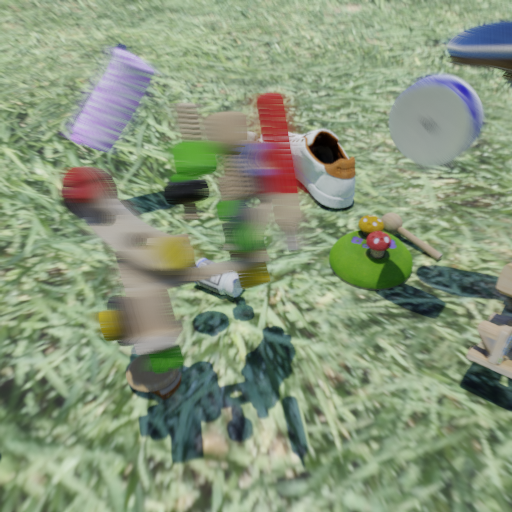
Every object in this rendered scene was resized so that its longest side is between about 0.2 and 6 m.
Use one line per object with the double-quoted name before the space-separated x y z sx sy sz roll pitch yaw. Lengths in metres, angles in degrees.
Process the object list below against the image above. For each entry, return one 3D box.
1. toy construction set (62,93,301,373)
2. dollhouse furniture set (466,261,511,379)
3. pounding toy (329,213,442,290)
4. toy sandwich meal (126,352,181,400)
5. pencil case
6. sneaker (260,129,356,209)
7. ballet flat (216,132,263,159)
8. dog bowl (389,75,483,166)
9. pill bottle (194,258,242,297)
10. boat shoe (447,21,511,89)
"toy construction set" -0.566 -0.026 6.232 2.694 2.482 3.231 -7 -5 -30
"dollhouse furniture set" 4.587 0.528 8.219 1.737 2.452 2.669 23 14 28
"pounding toy" 2.314 -0.290 10.295 1.988 0.922 1.534 -24 45 -27
"toy sandwich meal" -1.493 1.759 8.282 0.856 0.293 0.856 -2 37 2
"pencil case" -2.675 -2.888 10.444 0.811 1.933 0.826 35 18 8
"sneaker" 1.202 -2.418 12.549 1.175 1.366 3.227 -17 42 -28
"ballet flat" -0.056 -2.333 12.872 0.833 0.858 2.410 -14 39 -37
"dog bowl" 2.425 -1.833 7.620 1.161 1.161 0.457 25 39 27
"pill bottle" -0.660 0.394 9.797 0.851 0.484 0.484 21 43 24
"boat shoe" 3.645 -2.593 7.418 2.144 0.776 0.775 8 50 22
